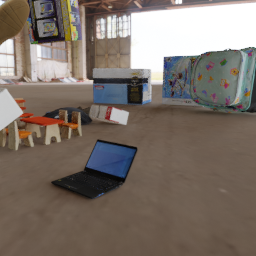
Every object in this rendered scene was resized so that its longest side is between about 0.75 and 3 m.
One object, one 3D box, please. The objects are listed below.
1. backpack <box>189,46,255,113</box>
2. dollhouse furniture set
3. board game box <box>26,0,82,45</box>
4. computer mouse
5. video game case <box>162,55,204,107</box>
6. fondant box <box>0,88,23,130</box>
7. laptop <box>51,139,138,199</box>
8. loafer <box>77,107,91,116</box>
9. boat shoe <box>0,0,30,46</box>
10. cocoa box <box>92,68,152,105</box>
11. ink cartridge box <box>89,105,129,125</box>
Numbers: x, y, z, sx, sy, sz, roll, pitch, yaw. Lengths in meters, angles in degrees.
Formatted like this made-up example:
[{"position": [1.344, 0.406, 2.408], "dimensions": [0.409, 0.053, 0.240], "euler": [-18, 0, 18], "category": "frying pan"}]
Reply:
[{"position": [3.879, -1.939, 11.409], "dimensions": [2.280, 2.614, 2.974], "euler": [1, 8, -33], "category": "backpack"}, {"position": [-2.328, -0.205, 6.837], "dimensions": [1.796, 0.935, 1.815], "euler": [9, 14, 39], "category": "dollhouse furniture set"}, {"position": [-2.329, -3.647, 8.519], "dimensions": [1.679, 2.031, 0.576], "euler": [4, 18, 25], "category": "board game box"}, {"position": [-2.319, -0.337, 8.604], "dimensions": [2.324, 0.535, 1.632], "euler": [0, 9, 2], "category": "computer mouse"}, {"position": [2.851, -2.387, 14.128], "dimensions": [2.263, 2.497, 0.567], "euler": [7, 13, 33], "category": "video game case"}, {"position": [-3.313, -0.191, 5.800], "dimensions": [2.113, 0.616, 1.525], "euler": [13, 49, 47], "category": "fondant box"}, {"position": [-0.474, 0.547, 4.076], "dimensions": [0.861, 0.502, 0.971], "euler": [8, 13, 38], "category": "laptop"}, {"position": [-1.875, -0.645, 10.667], "dimensions": [1.040, 0.371, 0.380], "euler": [-5, 12, -26], "category": "loafer"}, {"position": [-3.392, -2.491, 7.025], "dimensions": [0.704, 2.183, 0.778], "euler": [29, -14, 29], "category": "boat shoe"}, {"position": [-0.274, -2.300, 15.332], "dimensions": [2.850, 1.870, 1.901], "euler": [4, 11, 18], "category": "cocoa box"}, {"position": [-0.611, -0.423, 8.842], "dimensions": [1.018, 0.422, 0.747], "euler": [10, -4, 42], "category": "ink cartridge box"}]
